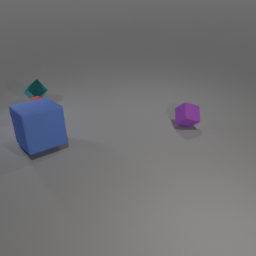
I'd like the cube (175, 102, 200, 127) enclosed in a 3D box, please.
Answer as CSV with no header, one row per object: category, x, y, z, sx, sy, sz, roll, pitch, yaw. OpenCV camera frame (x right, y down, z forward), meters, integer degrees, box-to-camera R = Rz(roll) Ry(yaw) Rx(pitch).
cube,2.339,-0.511,11.029,0.700,0.700,0.700,12,67,-25

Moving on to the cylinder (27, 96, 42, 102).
cylinder,-4.071,-0.950,12.253,0.700,0.700,0.700,12,33,19

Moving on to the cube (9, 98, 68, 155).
cube,-3.094,-0.113,9.719,1.400,1.400,1.400,-19,28,-32

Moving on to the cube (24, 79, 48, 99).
cube,-4.268,-1.695,12.960,0.700,0.700,0.700,-50,14,-27
